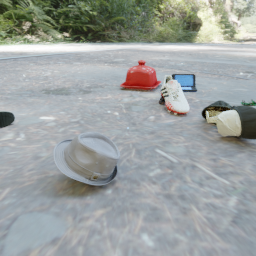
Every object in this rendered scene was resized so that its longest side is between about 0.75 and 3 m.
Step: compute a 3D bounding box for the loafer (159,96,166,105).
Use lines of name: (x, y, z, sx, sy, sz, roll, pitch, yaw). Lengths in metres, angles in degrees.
loafer: (1.418, -1.173, 11.388, 0.320, 0.280, 0.889, 3, 21, 7)

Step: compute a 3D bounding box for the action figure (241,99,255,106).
action figure: (4.953, -1.008, 11.080, 0.810, 0.222, 0.479, 3, 17, -3)

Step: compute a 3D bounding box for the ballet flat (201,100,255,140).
ballet flat: (2.903, -0.196, 8.094, 0.951, 0.946, 2.782, -12, 12, -5)

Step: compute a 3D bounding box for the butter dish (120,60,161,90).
butter dish: (0.669, -2.675, 13.866, 1.823, 1.348, 1.818, 7, 22, 16)

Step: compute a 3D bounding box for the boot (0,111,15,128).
boot: (-4.439, -0.305, 8.765, 1.438, 0.519, 1.086, -19, 25, -41)

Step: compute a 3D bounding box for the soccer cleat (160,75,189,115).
soccer cleat: (1.717, -1.255, 10.436, 0.757, 0.940, 2.207, -3, 31, -8)

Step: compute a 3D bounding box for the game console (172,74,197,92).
game console: (2.704, -2.182, 13.484, 1.186, 0.702, 1.013, 1, 20, 4)

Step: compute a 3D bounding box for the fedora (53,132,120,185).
fedora: (-0.700, 0.493, 5.532, 1.380, 0.623, 1.220, 23, 30, -23)
